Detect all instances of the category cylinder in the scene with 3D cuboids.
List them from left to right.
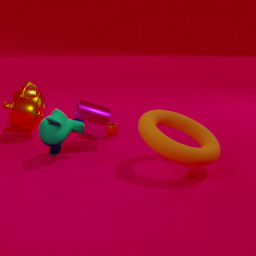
[{"bbox_3d":[-0.938,-0.190,6.903,0.830,0.830,0.830,16,12,-14],"label":"cylinder"}]

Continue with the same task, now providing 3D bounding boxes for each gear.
[{"bbox_3d":[-0.828,0.023,8.050,1.067,0.197,1.067,-4,10,1],"label":"gear"}]

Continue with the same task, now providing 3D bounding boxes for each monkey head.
[{"bbox_3d":[-1.443,0.074,6.037,0.892,1.239,0.747,14,47,1],"label":"monkey head"}]

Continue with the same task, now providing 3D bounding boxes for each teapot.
[{"bbox_3d":[-2.909,-0.459,7.669,0.981,2.004,1.246,14,40,-30],"label":"teapot"}]

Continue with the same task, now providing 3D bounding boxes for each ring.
[{"bbox_3d":[1.017,0.158,5.578,1.704,0.341,1.704,16,28,-9],"label":"ring"}]
